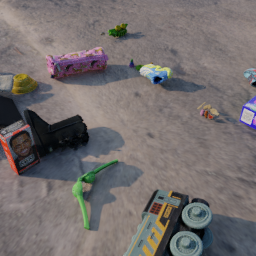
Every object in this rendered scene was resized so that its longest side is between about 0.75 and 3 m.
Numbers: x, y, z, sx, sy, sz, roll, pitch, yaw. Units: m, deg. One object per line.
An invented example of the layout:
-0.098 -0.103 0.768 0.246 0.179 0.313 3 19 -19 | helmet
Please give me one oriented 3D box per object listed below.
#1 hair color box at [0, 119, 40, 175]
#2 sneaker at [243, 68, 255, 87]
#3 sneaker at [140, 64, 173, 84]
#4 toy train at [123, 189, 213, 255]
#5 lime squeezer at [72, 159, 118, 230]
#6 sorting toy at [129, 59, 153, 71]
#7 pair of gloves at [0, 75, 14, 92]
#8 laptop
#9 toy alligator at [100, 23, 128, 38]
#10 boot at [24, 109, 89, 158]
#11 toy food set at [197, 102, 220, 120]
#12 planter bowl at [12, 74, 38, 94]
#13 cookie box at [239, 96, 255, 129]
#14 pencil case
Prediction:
-3.019 0.567 7.842 0.447 1.461 0.741 32 50 31 | hair color box
5.208 -2.010 11.501 0.622 0.517 1.303 -24 46 -22 | sneaker
1.003 -2.192 11.488 1.573 0.596 0.826 10 41 39 | sneaker
0.813 2.548 5.941 1.586 1.186 2.783 9 43 29 | toy train
-0.989 1.518 7.563 0.821 0.439 2.325 11 42 12 | lime squeezer
0.646 -2.821 12.469 1.304 0.449 0.452 20 45 20 | sorting toy
-5.482 -1.173 10.071 2.154 0.444 2.534 9 56 -3 | pair of gloves
-4.983 -0.235 9.449 2.311 1.339 2.164 16 24 -46 | laptop
-0.634 -5.120 15.057 1.977 0.586 0.536 -34 92 -32 | toy alligator
-2.313 -0.040 9.071 1.688 0.762 2.060 -21 53 -19 | boot
2.845 -0.553 9.971 0.520 0.129 0.818 -39 45 9 | toy food set
-4.310 -1.890 11.391 1.141 0.475 1.141 0 41 0 | planter bowl
5.146 -0.556 9.658 1.966 0.739 1.681 -31 48 -31 | cookie box
-2.162 -2.819 12.015 2.556 1.058 1.106 -14 50 -17 | pencil case
